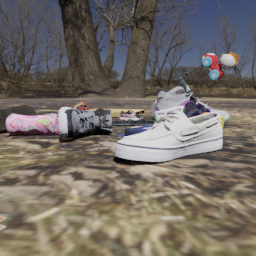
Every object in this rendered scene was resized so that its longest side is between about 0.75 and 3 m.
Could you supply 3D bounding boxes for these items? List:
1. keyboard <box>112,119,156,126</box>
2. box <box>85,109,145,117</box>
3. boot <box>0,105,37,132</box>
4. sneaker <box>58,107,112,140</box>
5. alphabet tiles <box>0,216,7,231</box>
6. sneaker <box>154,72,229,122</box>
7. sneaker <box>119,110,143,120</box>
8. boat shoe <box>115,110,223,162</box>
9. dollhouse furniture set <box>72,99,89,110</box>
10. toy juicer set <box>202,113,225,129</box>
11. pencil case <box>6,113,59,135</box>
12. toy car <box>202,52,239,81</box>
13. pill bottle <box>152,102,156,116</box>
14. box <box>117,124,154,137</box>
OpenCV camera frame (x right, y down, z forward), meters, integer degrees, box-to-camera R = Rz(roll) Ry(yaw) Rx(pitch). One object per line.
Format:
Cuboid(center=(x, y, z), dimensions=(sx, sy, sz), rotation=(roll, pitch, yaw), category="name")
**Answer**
Cuboid(center=(0.141, -0.237, 11.219), dimensions=(1.905, 0.196, 1.211), rotation=(0, 8, -3), category="keyboard")
Cuboid(center=(-0.767, -0.820, 15.028), dimensions=(2.965, 0.315, 2.424), rotation=(1, 7, 15), category="box")
Cuboid(center=(-4.385, -0.153, 8.924), dimensions=(2.693, 0.991, 1.016), rotation=(-5, -14, -38), category="boot")
Cuboid(center=(-1.148, -0.188, 8.093), dimensions=(1.333, 0.884, 2.343), rotation=(-2, 5, 4), category="sneaker")
Cuboid(center=(-1.663, 0.976, 2.731), dimensions=(0.853, 0.027, 0.710), rotation=(3, 8, 24), category="alphabet tiles")
Cuboid(center=(2.491, -1.159, 11.040), dimensions=(2.916, 2.039, 1.133), rotation=(1, 8, 10), category="sneaker")
Cuboid(center=(0.173, -0.587, 12.666), dimensions=(1.134, 0.489, 0.455), rotation=(-2, 9, -18), category="sneaker")
Cuboid(center=(0.976, 0.094, 5.875), dimensions=(2.830, 0.930, 1.018), rotation=(-4, 9, -30), category="boat shoe")
Cuboid(center=(-2.440, -0.921, 14.546), dimensions=(0.735, 0.555, 1.366), rotation=(-28, 26, 1), category="dollhouse furniture set")
Cuboid(center=(2.199, -0.170, 8.919), dimensions=(1.541, 0.659, 2.422), rotation=(3, 9, 23), category="toy juicer set")
Cuboid(center=(-2.821, -0.112, 8.487), dimensions=(1.575, 0.689, 0.689), rotation=(-1, 8, -1), category="pencil case")
Cuboid(center=(3.061, -2.169, 9.153), dimensions=(1.048, 0.927, 0.966), rotation=(-29, 5, 25), category="toy car")
Cuboid(center=(2.035, -0.878, 13.050), dimensions=(1.718, 0.962, 0.962), rotation=(-3, 8, -19), category="pill bottle")
Cuboid(center=(0.771, 0.124, 8.072), dimensions=(1.973, 0.320, 1.195), rotation=(4, 9, 36), category="box")
